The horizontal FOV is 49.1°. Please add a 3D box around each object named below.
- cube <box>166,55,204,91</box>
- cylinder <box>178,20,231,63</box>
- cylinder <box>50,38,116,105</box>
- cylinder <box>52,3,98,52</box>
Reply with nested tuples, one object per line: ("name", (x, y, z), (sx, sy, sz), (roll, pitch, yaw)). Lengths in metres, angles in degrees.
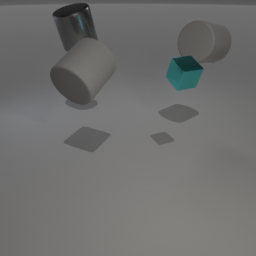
("cube", (1.641, -1.608, 8.187), (0.700, 0.700, 0.700), (-12, 51, -23))
("cylinder", (2.712, -3.025, 9.909), (1.400, 1.400, 1.400), (23, 26, 37))
("cylinder", (-1.277, -1.633, 8.127), (1.400, 1.400, 1.400), (15, 55, 27))
("cylinder", (-1.985, -3.836, 10.713), (1.400, 1.400, 1.400), (-8, 39, 7))
